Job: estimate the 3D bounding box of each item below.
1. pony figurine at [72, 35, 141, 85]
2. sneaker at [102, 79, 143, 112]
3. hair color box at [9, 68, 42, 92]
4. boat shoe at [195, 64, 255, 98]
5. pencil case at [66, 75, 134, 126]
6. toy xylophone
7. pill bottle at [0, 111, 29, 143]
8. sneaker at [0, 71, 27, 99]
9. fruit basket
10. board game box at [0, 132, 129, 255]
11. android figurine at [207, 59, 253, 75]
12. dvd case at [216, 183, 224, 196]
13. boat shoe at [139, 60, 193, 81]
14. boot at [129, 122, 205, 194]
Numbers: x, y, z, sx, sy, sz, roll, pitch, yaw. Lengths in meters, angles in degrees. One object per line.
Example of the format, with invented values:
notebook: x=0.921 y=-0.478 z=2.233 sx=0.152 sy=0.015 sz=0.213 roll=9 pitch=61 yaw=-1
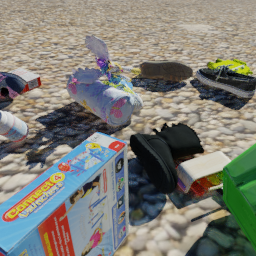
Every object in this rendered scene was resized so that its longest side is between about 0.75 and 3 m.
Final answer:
pony figurine: x=-0.795 y=-2.301 z=10.376 sx=2.035 sy=1.755 sz=2.108 roll=23 pitch=10 yaw=27
sneaker: x=-0.067 y=-1.472 z=11.146 sx=1.313 sy=0.946 sz=2.499 roll=-27 pitch=41 yaw=-34
hair color box: x=-4.747 y=-2.191 z=12.655 sx=1.548 sy=0.495 sz=0.859 roll=26 pitch=44 yaw=31
boat shoe: x=4.270 y=-2.289 z=12.355 sx=1.059 sy=0.980 sz=2.869 roll=-22 pitch=40 yaw=-29
pencil case: x=-1.073 y=-1.178 z=10.495 sx=1.321 sy=1.211 sz=2.913 roll=-42 pitch=49 yaw=-16
toy xylophone: x=2.227 y=1.257 z=7.607 sx=1.880 sy=0.472 sz=1.377 roll=-9 pitch=35 yaw=-13
pill bottle: x=-3.668 y=-0.065 z=8.575 sx=0.705 sy=1.296 sz=0.705 roll=-5 pitch=69 yaw=14
sneaker: x=-5.328 y=-1.808 z=11.881 sx=2.411 sy=0.846 sz=0.989 roll=11 pitch=69 yaw=38
fruit basket: x=3.869 y=1.594 z=5.681 sx=3.233 sy=2.332 sz=3.233 roll=-10 pitch=44 yaw=10
board game box: x=-0.972 y=1.805 z=4.923 sx=0.727 sy=2.602 sz=2.548 roll=20 pitch=38 yaw=28
android figurine: x=5.039 y=-2.918 z=13.789 sx=1.960 sy=0.442 sz=2.153 roll=-21 pitch=38 yaw=-28
dvd case: x=3.723 y=1.580 z=7.377 sx=2.303 sy=0.202 sz=1.643 roll=-23 pitch=40 yaw=-30
boat shoe: x=1.842 y=-2.878 z=13.285 sx=2.531 sy=0.943 sz=0.928 roll=11 pitch=36 yaw=14
boot: x=1.333 y=0.736 z=8.117 sx=1.946 sy=0.879 sz=2.374 roll=-9 pitch=37 yaw=-24
